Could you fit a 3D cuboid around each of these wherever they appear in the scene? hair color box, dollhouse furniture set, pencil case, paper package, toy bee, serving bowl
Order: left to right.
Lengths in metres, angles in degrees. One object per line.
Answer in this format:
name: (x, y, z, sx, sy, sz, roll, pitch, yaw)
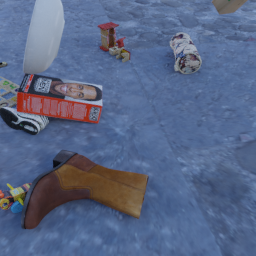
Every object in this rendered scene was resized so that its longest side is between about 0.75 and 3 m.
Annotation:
toy bee: (-2.733, 1.694, 6.612, 0.895, 0.743, 1.367, 18, 42, 19)
serving bowl: (-2.127, -2.438, 7.339, 0.732, 2.227, 2.227, 13, 36, -18)
hair color box: (-2.227, -1.010, 9.438, 2.646, 0.810, 1.343, 8, 37, -13)
dollhouse furniture set: (-0.519, -4.197, 13.544, 0.899, 1.190, 2.212, -25, 45, -28)
pencil case: (2.530, -3.456, 12.763, 1.140, 0.992, 2.550, -5, 39, 3)
paper package: (3.251, -4.013, 8.491, 1.002, 1.051, 0.544, -26, 83, -38)

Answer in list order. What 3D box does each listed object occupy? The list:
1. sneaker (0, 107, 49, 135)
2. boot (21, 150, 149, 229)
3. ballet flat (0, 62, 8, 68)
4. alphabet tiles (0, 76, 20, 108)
sneaker: (-3.396, -0.371, 9.390, 1.666, 0.629, 0.959, 23, 35, 15)
boot: (-0.934, 1.736, 6.753, 2.553, 0.874, 2.403, 17, 34, 10)
ballet flat: (-5.929, -2.848, 12.642, 0.929, 0.215, 0.313, -17, 42, -19)
alphabet tiles: (-5.355, -1.069, 10.533, 2.314, 0.104, 2.769, 26, 45, 28)
